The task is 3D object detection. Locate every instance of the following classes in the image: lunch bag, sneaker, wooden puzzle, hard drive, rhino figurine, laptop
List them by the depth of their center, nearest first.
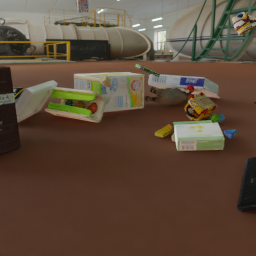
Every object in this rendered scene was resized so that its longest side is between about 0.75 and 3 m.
[{"bbox_3d":[3.425,1.160,4.833,2.487,1.284,2.204,-20,5,29],"label":"laptop"},{"bbox_3d":[1.935,0.182,8.004,2.056,0.240,1.387,8,23,26],"label":"wooden puzzle"},{"bbox_3d":[3.559,-3.221,8.344,1.298,0.585,0.486,-34,2,-40],"label":"sneaker"},{"bbox_3d":[-3.344,-0.931,9.866,0.293,1.446,2.192,38,17,-5],"label":"hard drive"},{"bbox_3d":[-1.724,-4.808,10.528,0.484,0.645,0.761,-2,53,-6],"label":"lunch bag"},{"bbox_3d":[2.015,-1.421,12.461,2.511,0.751,1.098,-7,16,-38],"label":"rhino figurine"}]

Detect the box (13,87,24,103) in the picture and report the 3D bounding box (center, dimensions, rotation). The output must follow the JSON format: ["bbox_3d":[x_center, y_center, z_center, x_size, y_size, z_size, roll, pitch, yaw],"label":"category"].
[{"bbox_3d":[-5.667,-1.113,11.492,2.343,0.724,2.934,-1,16,-10],"label":"box"}]

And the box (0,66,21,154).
[{"bbox_3d":[-3.869,-0.426,6.765,1.698,2.068,1.716,16,23,42],"label":"box"}]

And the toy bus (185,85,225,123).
[{"bbox_3d":[2.407,-0.662,9.743,1.574,0.813,1.485,24,36,-19],"label":"toy bus"}]

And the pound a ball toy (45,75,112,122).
[{"bbox_3d":[-1.621,-1.072,9.905,2.370,1.545,1.007,9,-8,30],"label":"pound a ball toy"}]

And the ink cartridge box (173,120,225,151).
[{"bbox_3d":[1.836,0.042,7.551,1.156,0.381,1.589,-3,30,6],"label":"ink cartridge box"}]

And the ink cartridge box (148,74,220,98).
[{"bbox_3d":[2.793,-2.004,13.412,2.748,0.559,2.753,11,3,32],"label":"ink cartridge box"}]

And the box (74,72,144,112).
[{"bbox_3d":[-0.738,-1.492,11.415,2.597,1.461,1.316,-7,17,-28],"label":"box"}]

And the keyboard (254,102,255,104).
[{"bbox_3d":[6.333,-0.968,11.960,1.035,0.168,1.628,-12,20,-16],"label":"keyboard"}]

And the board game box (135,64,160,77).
[{"bbox_3d":[0.688,-2.033,9.889,0.797,0.116,0.536,19,14,-23],"label":"board game box"}]
